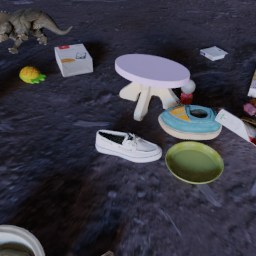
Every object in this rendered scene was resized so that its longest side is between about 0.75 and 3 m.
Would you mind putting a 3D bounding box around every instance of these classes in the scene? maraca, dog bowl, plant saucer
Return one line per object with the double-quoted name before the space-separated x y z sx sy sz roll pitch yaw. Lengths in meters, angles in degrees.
"maraca" -3.929 -2.144 11.506 1.200 0.642 0.823 30 53 28
"dog bowl" -2.529 2.971 5.169 2.198 0.810 2.198 0 40 0
"plant saucer" 1.869 1.011 7.982 1.617 0.251 1.617 -1 40 0

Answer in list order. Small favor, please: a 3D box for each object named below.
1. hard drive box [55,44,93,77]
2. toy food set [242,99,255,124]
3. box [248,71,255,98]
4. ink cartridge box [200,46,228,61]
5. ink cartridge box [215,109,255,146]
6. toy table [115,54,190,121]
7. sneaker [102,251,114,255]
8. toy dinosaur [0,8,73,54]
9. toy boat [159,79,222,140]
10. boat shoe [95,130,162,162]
"hard drive box" -2.461 -3.083 12.620 1.345 0.663 1.726 -14 41 -17
"toy food set" 4.806 -0.744 10.074 1.171 0.290 1.842 23 45 25
"box" 5.226 -1.855 11.366 0.382 0.357 1.844 18 43 21
"ink cartridge box" 4.190 -3.639 13.658 0.968 0.196 0.966 -19 43 -21
"ink cartridge box" 3.665 0.201 8.201 1.510 0.470 1.877 16 18 -47
"toy table" 0.810 -1.529 10.047 2.639 1.546 2.426 26 46 27
"sneaker" -0.788 2.827 5.676 1.110 0.414 0.484 -26 41 -29
"toy dinosaur" -2.828 -2.858 7.738 2.517 0.969 1.287 -11 67 15
"toy boat" 2.017 -0.625 9.291 1.995 1.103 2.373 2 40 4
"boat shoe" -0.002 0.496 8.263 2.028 0.677 0.746 5 40 6
